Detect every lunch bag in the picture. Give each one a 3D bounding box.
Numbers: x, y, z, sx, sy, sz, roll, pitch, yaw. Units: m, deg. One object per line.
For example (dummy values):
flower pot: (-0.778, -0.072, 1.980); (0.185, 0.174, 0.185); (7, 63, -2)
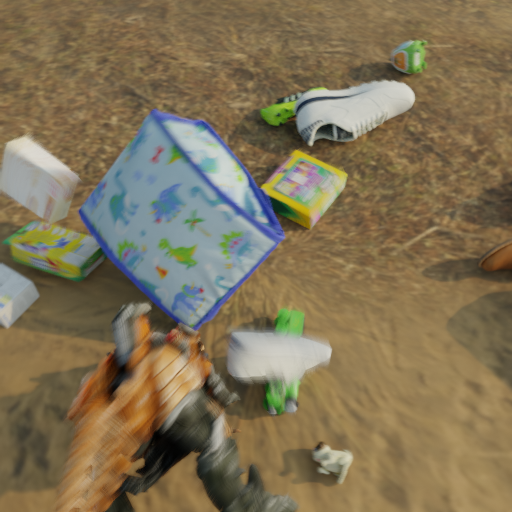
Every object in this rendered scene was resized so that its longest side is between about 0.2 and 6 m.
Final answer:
lunch bag: (-1.138, -0.540, 9.332); (2.860, 2.432, 1.822); (52, 27, 18)

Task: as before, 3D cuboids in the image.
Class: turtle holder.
turtle holder: (3.909, -5.117, 14.248); (0.745, 0.797, 1.049); (9, 63, 29)

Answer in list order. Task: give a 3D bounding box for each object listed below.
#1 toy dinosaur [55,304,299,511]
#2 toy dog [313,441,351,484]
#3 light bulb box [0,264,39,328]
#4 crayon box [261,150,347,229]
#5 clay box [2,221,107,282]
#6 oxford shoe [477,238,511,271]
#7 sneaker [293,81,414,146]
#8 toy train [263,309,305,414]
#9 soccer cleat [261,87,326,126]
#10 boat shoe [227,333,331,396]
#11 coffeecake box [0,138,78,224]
toy dinosaur: (-1.333, 2.175, 6.733); (2.377, 4.653, 3.158); (-19, 89, 27)
toy dog: (1.093, 2.953, 8.202); (0.550, 0.384, 0.533); (23, 48, 19)
light bulb box: (-4.442, 0.702, 9.873); (0.786, 0.495, 0.793); (26, 57, 19)
crayon box: (0.961, -1.387, 11.549); (1.271, 0.429, 1.473); (30, 58, 17)
clay box: (-3.737, -0.117, 10.432); (1.651, 0.393, 0.949); (16, 35, 14)
oxford shoe: (5.079, 0.039, 10.281); (2.041, 0.728, 0.727); (-10, 57, -9)
sneaker: (2.281, -3.154, 12.701); (2.781, 1.062, 1.119); (-12, 63, -3)
toy train: (0.490, 1.705, 9.184); (0.534, 0.395, 1.895); (12, 53, -4)
soccer cleat: (0.908, -3.610, 13.231); (1.755, 0.593, 0.711); (-29, 44, -20)
boat shoe: (0.351, 1.666, 8.486); (0.731, 1.979, 0.844); (16, 94, 44)
coffeecake box: (-3.873, -1.323, 9.926); (1.250, 0.959, 0.457); (35, 34, 8)
